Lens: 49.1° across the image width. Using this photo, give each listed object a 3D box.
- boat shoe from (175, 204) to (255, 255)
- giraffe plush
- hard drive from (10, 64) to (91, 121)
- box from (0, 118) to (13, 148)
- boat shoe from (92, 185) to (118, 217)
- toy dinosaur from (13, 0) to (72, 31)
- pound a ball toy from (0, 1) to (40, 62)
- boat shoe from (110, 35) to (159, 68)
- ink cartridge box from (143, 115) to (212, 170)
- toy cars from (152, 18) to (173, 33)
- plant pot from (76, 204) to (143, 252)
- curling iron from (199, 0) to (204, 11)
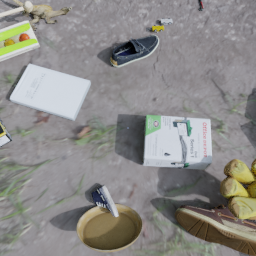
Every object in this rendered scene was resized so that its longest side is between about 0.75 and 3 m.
[{"bbox_3d":[2.822,2.880,8.529,2.770,0.999,0.997,17,43,11],"label":"boat shoe"},{"bbox_3d":[3.873,2.081,8.276,2.237,1.814,1.930,10,61,20],"label":"giraffe plush"},{"bbox_3d":[-2.901,-1.387,10.585,2.549,0.335,1.681,17,68,7],"label":"hard drive"},{"bbox_3d":[-5.530,-0.037,9.639,2.103,0.650,2.634,-33,62,-13],"label":"box"},{"bbox_3d":[-0.745,2.404,8.886,0.533,0.429,1.149,-28,51,-6],"label":"boat shoe"},{"bbox_3d":[-3.944,-4.978,12.032,2.926,0.852,1.480,12,52,-3],"label":"toy dinosaur"},{"bbox_3d":[-4.667,-3.691,11.031,2.540,1.079,1.656,-25,104,-10],"label":"pound a ball toy"},{"bbox_3d":[0.300,-3.175,11.168,2.247,0.699,0.838,-28,68,-13],"label":"boat shoe"},{"bbox_3d":[1.646,0.483,9.458,2.194,0.925,1.603,3,67,1],"label":"ink cartridge box"},{"bbox_3d":[1.451,-4.355,11.932,0.479,0.237,1.069,42,70,12],"label":"toy cars"},{"bbox_3d":[-0.529,2.933,8.227,1.929,0.265,1.929,-1,22,1],"label":"plant pot"},{"bbox_3d":[3.239,-5.574,12.507,0.223,0.115,0.901,1,67,1],"label":"curling iron"}]
